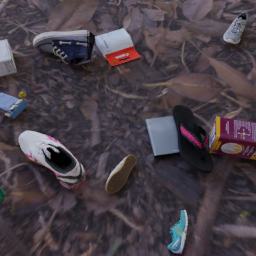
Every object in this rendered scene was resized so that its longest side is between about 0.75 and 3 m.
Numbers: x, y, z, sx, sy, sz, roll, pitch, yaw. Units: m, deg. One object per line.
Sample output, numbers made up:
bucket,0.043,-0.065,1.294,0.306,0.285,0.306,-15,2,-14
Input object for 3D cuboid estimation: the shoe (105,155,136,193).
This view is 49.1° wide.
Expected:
shoe,-0.206,1.275,7.697,0.437,0.334,1.250,44,64,-9

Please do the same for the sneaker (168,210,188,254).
sneaker,1.214,2.447,6.708,0.404,0.393,1.015,12,62,13

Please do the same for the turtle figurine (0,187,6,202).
turtle figurine,-3.989,1.601,6.591,2.261,1.138,1.693,2,45,39

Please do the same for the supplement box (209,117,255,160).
supplement box,3.241,0.329,7.969,1.675,0.924,0.717,9,56,6

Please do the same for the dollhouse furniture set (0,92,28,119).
dollhouse furniture set,-4.187,-0.911,8.660,1.458,1.007,1.544,22,49,15

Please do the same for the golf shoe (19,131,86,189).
golf shoe,-2.122,0.639,7.653,2.399,1.104,0.871,30,60,21

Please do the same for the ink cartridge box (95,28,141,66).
ink cartridge box,-0.401,-3.162,10.871,1.268,0.374,1.584,-21,55,-15

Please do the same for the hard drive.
hard drive,1.109,0.264,8.460,0.936,0.221,1.342,-7,54,-6

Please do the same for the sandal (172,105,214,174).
sandal,1.884,0.165,8.181,0.933,0.560,2.484,7,50,-22

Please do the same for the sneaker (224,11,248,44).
sneaker,4.369,-4.083,11.320,0.669,0.734,1.789,21,57,15

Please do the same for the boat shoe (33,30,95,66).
boat shoe,-2.433,-2.898,10.414,2.413,0.901,1.119,-4,73,13

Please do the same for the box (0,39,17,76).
box,-5.273,-2.351,10.102,2.176,0.654,1.269,-19,56,-13
